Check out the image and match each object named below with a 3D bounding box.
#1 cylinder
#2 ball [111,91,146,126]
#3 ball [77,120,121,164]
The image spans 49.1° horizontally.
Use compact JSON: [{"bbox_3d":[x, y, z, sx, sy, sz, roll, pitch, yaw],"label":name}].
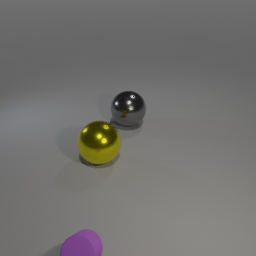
[{"bbox_3d":[-0.911,2.440,5.598,0.700,0.700,0.700,4,-11,7],"label":"cylinder"},{"bbox_3d":[0.015,-0.761,11.022,1.400,1.400,1.400,0,29,0],"label":"ball"},{"bbox_3d":[-0.912,0.457,8.937,1.400,1.400,1.400,0,29,0],"label":"ball"}]
